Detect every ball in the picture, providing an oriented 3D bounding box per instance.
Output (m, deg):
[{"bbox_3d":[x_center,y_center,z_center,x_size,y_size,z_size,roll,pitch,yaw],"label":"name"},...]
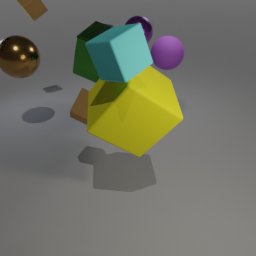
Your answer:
[{"bbox_3d":[0.236,-2.271,6.602,0.700,0.700,0.700,0,30,0],"label":"ball"},{"bbox_3d":[-3.673,-2.377,9.412,1.400,1.400,1.400,0,30,0],"label":"ball"},{"bbox_3d":[1.665,-3.167,11.850,1.400,1.400,1.400,0,30,0],"label":"ball"}]

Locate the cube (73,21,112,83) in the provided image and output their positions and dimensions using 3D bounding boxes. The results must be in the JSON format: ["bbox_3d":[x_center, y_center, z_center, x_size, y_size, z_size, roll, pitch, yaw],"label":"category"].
[{"bbox_3d":[-0.845,-2.446,9.316,1.400,1.400,1.400,24,44,5],"label":"cube"}]

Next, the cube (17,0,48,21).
[{"bbox_3d":[-3.658,-4.701,10.739,0.700,0.700,0.700,-41,57,-3],"label":"cube"}]

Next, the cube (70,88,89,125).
[{"bbox_3d":[-1.047,-0.509,7.301,0.700,0.700,0.700,26,-13,-8],"label":"cube"}]

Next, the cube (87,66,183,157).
[{"bbox_3d":[0.087,-0.507,6.001,1.400,1.400,1.400,28,34,-27],"label":"cube"}]

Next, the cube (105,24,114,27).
[{"bbox_3d":[-0.810,-3.100,11.002,1.400,1.400,1.400,42,28,11],"label":"cube"}]

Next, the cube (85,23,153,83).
[{"bbox_3d":[-0.140,-1.244,4.664,0.700,0.700,0.700,-40,34,-28],"label":"cube"}]
